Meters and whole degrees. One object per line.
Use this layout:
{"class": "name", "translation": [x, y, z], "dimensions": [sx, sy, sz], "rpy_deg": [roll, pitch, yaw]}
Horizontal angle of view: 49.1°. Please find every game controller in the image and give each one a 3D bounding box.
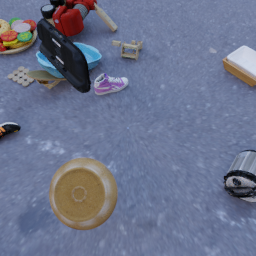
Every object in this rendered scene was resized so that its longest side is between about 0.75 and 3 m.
{"class": "game controller", "translation": [-1.519, -1.706, 6.539], "dimensions": [0.445, 1.103, 2.115], "rpy_deg": [-25, 53, -31]}

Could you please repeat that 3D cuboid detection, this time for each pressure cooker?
{"class": "pressure cooker", "translation": [3.247, 1.368, 7.567], "dimensions": [1.145, 1.127, 1.281], "rpy_deg": [27, 54, 23]}

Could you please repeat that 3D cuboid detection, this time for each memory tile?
{"class": "memory tile", "translation": [-3.995, -1.981, 10.721], "dimensions": [1.029, 0.086, 0.788], "rpy_deg": [27, 57, 19]}

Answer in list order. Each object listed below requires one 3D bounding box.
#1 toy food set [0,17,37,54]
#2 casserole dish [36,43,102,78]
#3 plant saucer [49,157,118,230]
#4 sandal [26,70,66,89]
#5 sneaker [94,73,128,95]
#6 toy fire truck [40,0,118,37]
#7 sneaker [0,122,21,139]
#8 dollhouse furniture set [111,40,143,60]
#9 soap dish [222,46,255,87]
{"class": "toy food set", "translation": [-4.982, -3.988, 11.928], "dimensions": [2.239, 0.550, 2.263], "rpy_deg": [-15, 54, -11]}
{"class": "casserole dish", "translation": [-2.189, -2.549, 10.549], "dimensions": [1.575, 0.505, 2.601], "rpy_deg": [35, 44, 23]}
{"class": "plant saucer", "translation": [-0.987, 1.381, 5.865], "dimensions": [1.528, 0.271, 1.528], "rpy_deg": [-1, 83, 9]}
{"class": "sandal", "translation": [-2.746, -1.716, 10.246], "dimensions": [1.924, 0.633, 0.705], "rpy_deg": [-14, 45, -39]}
{"class": "sneaker", "translation": [-0.581, -1.681, 10.087], "dimensions": [1.318, 0.751, 0.478], "rpy_deg": [-22, 55, -17]}
{"class": "toy fire truck", "translation": [-1.943, -4.709, 11.932], "dimensions": [2.634, 1.695, 2.319], "rpy_deg": [7, 53, 14]}
{"class": "sneaker", "translation": [-4.058, 0.185, 8.917], "dimensions": [1.282, 0.448, 0.577], "rpy_deg": [-5, 61, 0]}
{"class": "dollhouse furniture set", "translation": [-0.035, -3.259, 11.523], "dimensions": [1.088, 0.605, 0.962], "rpy_deg": [13, 30, 10]}
{"class": "soap dish", "translation": [4.575, -2.342, 10.638], "dimensions": [1.253, 0.647, 1.593], "rpy_deg": [-34, 60, -23]}
